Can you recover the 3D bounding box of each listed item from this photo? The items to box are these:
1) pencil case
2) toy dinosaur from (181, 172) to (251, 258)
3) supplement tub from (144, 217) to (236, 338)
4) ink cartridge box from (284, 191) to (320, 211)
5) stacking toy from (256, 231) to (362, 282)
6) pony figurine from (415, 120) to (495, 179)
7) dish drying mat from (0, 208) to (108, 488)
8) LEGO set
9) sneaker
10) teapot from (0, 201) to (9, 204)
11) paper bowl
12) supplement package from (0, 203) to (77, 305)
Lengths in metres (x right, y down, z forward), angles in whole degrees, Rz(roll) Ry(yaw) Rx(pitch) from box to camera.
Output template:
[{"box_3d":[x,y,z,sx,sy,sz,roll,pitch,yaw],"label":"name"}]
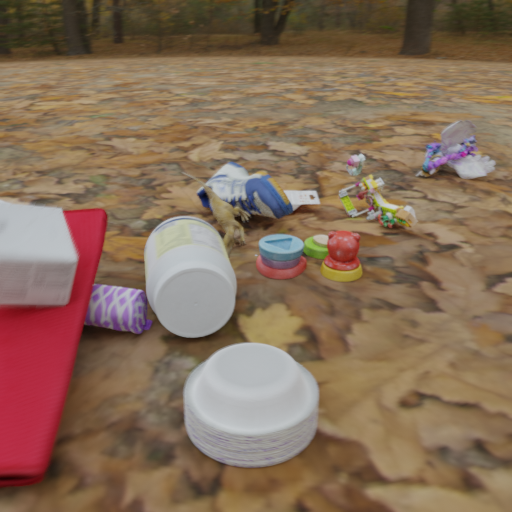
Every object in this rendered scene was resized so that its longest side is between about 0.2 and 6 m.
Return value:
[{"box_3d":[-2.326,0.747,7.986,1.571,0.672,0.659,6,43,12],"label":"pencil case"},{"box_3d":[-0.621,-0.834,10.527,0.600,1.042,2.061,-35,60,14],"label":"toy dinosaur"},{"box_3d":[-0.984,0.277,8.235,1.277,1.277,1.761,-5,26,-11],"label":"supplement tub"},{"box_3d":[0.778,-1.211,12.697,1.238,0.310,0.996,2,24,-1],"label":"ink cartridge box"},{"box_3d":[0.919,-0.246,10.000,1.834,0.775,1.660,0,25,0],"label":"stacking toy"},{"box_3d":[5.287,-2.749,15.007,1.850,1.596,1.917,-23,12,37],"label":"pony figurine"},{"box_3d":[-3.006,0.809,7.017,1.783,0.422,4.642,-3,36,-3],"label":"dish drying mat"},{"box_3d":[2.439,-1.092,11.859,0.831,1.027,2.233,-22,53,-9],"label":"LEGO set"},{"box_3d":[-0.288,-1.130,11.793,1.215,1.037,2.756,-39,29,-14],"label":"sneaker"},{"box_3d":[-4.974,-0.621,10.546,1.368,0.999,1.350,10,27,19],"label":"teapot"},{"box_3d":[-0.053,1.520,6.173,1.476,0.767,1.476,0,23,0],"label":"paper bowl"},{"box_3d":[-2.872,-0.037,6.948,0.970,0.691,1.246,3,31,-31],"label":"supplement package"}]
